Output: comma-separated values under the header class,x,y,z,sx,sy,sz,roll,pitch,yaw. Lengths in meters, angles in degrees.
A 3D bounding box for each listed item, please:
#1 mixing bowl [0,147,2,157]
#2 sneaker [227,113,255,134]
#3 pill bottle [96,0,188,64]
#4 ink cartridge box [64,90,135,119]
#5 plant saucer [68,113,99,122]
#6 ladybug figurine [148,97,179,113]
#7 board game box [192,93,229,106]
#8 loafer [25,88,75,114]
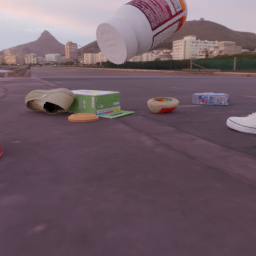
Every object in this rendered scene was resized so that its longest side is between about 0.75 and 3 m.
class,x,y,z,sx,sy,sz,roll,pitch,yaw
mixing bowl,-3.437,-0.247,4.986,2.367,1.282,2.367,10,4,-1
sneaker,3.502,-0.191,7.275,1.859,0.658,0.679,12,17,43
pill bottle,0.465,-3.281,8.877,2.891,1.584,1.584,-40,33,-28
ink cartridge box,-1.186,-0.960,10.460,2.616,0.776,1.358,9,16,36
plant saucer,-1.459,-0.357,9.193,0.989,0.160,0.989,1,13,0
ladybug figurine,1.333,-0.849,10.544,1.331,0.479,0.903,-8,23,-28
board game box,3.710,-1.386,13.048,1.550,0.478,1.551,1,13,3
loafer,-2.951,-0.912,10.168,2.228,0.761,0.843,-7,-33,30
